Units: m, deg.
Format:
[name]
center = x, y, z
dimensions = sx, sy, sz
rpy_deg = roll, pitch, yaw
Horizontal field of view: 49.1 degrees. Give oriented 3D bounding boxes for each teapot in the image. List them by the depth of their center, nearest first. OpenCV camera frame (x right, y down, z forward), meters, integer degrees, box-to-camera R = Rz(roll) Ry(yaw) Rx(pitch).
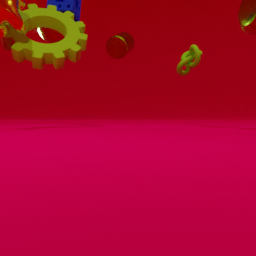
[teapot]
center = 2.610, -2.191, 5.290
dimensions = 0.733, 1.497, 0.931
rpy_deg = 3, -37, -12

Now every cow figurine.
[cow figurine]
center = -2.770, -2.581, 5.623
dimensions = 0.894, 1.628, 1.602
rpy_deg = -13, -26, 11

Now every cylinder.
[cylinder]
center = -0.272, -3.009, 10.195
dimensions = 0.823, 0.823, 0.823
rpy_deg = 1, 28, 22

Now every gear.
[gear]
center = -2.092, -2.350, 7.091
dimensions = 2.049, 2.049, 0.379
rpy_deg = -1, -33, -15

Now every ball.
[ball]
center = -2.728, -3.822, 10.568
dimensions = 1.331, 1.331, 1.331
rpy_deg = 0, 2, 0

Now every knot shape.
[knot shape]
center = 2.135, -2.332, 9.848
dimensions = 0.542, 1.097, 1.173
rpy_deg = 33, 15, -5

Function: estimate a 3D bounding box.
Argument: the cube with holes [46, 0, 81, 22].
[cube with holes]
center = -1.901, -3.702, 8.401
dimensions = 0.773, 0.773, 0.773
rpy_deg = 3, -5, 6
